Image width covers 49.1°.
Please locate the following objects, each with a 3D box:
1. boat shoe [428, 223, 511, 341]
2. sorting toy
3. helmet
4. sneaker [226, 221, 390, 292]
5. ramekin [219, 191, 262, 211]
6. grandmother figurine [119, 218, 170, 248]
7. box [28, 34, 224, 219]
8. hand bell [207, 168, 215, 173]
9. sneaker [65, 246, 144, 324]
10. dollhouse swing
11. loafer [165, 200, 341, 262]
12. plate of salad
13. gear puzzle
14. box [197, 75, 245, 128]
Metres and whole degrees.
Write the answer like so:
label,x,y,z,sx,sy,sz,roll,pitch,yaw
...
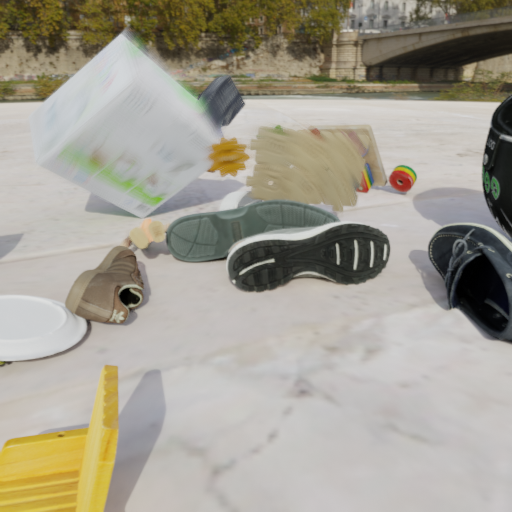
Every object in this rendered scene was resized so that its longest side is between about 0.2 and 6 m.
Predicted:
label,x,y,z,sx,sy,sz,roll,pitch,yaw
boat shoe,2.602,0.243,6.568,0.784,0.940,2.520,2,24,-12
sorting toy,1.904,-2.173,12.841,3.327,1.604,0.563,10,51,39
helmet,4.758,-1.179,8.184,2.686,2.560,2.686,-21,32,14
sneaker,0.706,-0.075,7.624,2.319,0.857,0.919,-4,15,-10
ramekin,-0.245,-0.669,9.050,0.381,0.782,0.782,9,21,38
grandmother figurine,-1.673,-0.323,8.441,0.847,0.423,1.396,-13,4,-18
box,-2.108,-2.048,9.625,2.505,2.210,1.211,29,32,-53
hand bell,-1.569,-2.721,15.746,0.908,0.908,1.744,-9,34,-25
sneaker,-1.681,0.407,6.814,0.695,0.648,1.841,28,16,-3
dollhouse swing,-1.311,1.301,3.372,1.013,0.980,1.114,-4,20,-12
loafer,-0.011,-0.388,8.444,2.610,0.938,0.821,-1,9,3
plate of salad,-2.549,0.778,5.861,1.480,0.356,1.480,10,18,-3
gear puzzle,0.450,-1.355,8.472,2.391,1.238,0.313,3,23,-9
box,-0.582,-2.605,9.451,0.361,0.604,0.614,4,49,41
